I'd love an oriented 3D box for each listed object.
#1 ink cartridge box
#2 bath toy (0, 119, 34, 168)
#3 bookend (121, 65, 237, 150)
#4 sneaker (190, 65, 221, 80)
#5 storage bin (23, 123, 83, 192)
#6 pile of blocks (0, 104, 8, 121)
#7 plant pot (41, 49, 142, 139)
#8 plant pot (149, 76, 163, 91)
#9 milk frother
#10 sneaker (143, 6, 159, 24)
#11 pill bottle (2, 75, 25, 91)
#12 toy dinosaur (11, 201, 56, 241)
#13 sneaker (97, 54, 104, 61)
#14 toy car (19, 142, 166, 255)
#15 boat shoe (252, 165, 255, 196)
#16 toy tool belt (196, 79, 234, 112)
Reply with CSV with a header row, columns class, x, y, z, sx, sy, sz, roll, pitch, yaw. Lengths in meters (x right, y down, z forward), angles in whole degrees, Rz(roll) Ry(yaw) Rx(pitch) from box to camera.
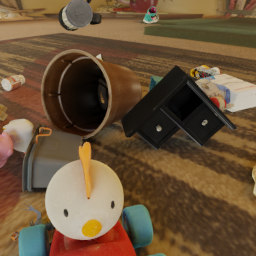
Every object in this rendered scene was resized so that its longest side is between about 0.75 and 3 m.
class,x,y,z,sx,sy,sz,roll,pitch,yaw
ink cartridge box,4.308,-1.553,12.004,1.508,0.878,2.086,-14,31,-24
bath toy,-3.579,0.784,7.374,1.300,1.105,2.989,-4,24,25
bookend,1.524,-0.146,8.715,2.469,2.454,1.137,-43,26,13
sneaker,3.988,-2.670,14.373,0.891,0.844,2.169,-13,21,-15
storage bin,-1.891,0.710,7.396,1.270,1.377,1.891,7,27,-9
pile of blocks,-5.170,-0.436,9.832,0.705,0.931,2.268,16,31,28
plant pot,-0.931,-1.111,9.059,2.577,2.577,2.551,16,16,27
plant pot,1.676,-1.673,12.296,1.315,0.929,0.929,3,27,-11
milk frother,-1.048,-2.618,5.981,0.850,0.942,0.886,-17,20,-20
sneaker,0.867,-3.883,9.516,0.337,0.487,0.806,40,46,11
pill bottle,-5.552,-2.236,13.646,0.586,0.586,1.045,12,29,21
toy dinosaur,-1.710,2.023,5.655,1.131,1.246,0.654,-40,13,7
sneaker,-1.787,-3.119,15.183,1.153,1.073,2.672,-19,26,5
toy car,-0.609,1.505,4.346,2.366,2.567,2.271,-7,28,-13
boat shoe,3.470,1.218,7.149,0.506,0.475,1.372,9,29,17
toy tool belt,3.254,-1.135,10.565,1.431,1.454,2.328,-9,18,-16
